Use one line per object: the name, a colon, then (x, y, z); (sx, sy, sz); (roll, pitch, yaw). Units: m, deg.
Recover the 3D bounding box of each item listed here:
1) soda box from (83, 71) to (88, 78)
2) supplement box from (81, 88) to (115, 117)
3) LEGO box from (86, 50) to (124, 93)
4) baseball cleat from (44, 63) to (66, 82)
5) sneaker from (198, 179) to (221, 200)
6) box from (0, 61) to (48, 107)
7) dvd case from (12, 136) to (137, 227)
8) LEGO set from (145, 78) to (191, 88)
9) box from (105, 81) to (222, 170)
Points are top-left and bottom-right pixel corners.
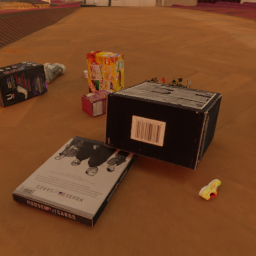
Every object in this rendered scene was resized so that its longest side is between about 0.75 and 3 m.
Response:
soda box: (-1.926, -2.981, 15.166); (0.966, 0.329, 0.307); (-22, 36, -34)
supplement box: (-1.088, -1.045, 11.360); (1.344, 0.694, 0.880); (-20, 35, -31)
LEGO box: (-0.967, -2.267, 12.226); (1.474, 1.979, 0.764); (16, 33, 27)
baseball cleat: (-3.882, -3.036, 14.800); (1.210, 0.793, 2.274); (-8, 31, -14)
sneaker: (2.155, 1.599, 7.152); (0.766, 0.299, 0.346); (-27, 48, -30)
box: (-4.887, -2.011, 12.377); (1.185, 1.366, 2.234); (21, 35, 34)
dvd case: (-1.267, 1.225, 7.680); (2.222, 0.366, 2.956); (11, 31, 18)
LEGO set: (1.946, -1.967, 13.294); (1.566, 0.683, 2.412); (-13, 19, -25)
box: (1.182, -0.273, 8.627); (2.790, 1.719, 2.768); (14, 22, 23)
